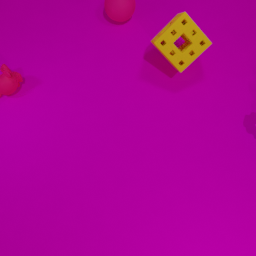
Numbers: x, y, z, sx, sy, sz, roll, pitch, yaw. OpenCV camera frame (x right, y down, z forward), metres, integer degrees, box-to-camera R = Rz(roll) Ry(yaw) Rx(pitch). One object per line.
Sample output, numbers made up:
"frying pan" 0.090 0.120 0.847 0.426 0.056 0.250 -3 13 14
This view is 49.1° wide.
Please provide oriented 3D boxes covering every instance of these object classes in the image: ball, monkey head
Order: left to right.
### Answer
"monkey head" -3.964 -1.570 9.045 0.952 1.323 0.797 49 41 -3
"ball" -0.301 -4.620 10.518 1.179 1.179 1.179 0 63 0

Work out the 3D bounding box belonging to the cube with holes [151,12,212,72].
"cube with holes" 1.661 -2.771 9.054 1.259 1.259 1.259 -43 104 14
